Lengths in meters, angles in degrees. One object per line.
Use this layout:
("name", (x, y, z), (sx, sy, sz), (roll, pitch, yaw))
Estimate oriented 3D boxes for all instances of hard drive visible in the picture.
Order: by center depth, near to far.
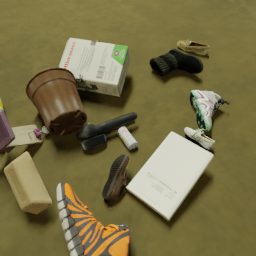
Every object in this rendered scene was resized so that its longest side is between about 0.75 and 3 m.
("hard drive", (1.241, 1.314, 8.217), (1.503, 0.304, 2.279), (31, 69, 27))

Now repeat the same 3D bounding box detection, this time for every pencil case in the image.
("pencil case", (-0.009, 0.324, 9.262), (0.373, 0.342, 0.822), (-17, 53, -32))

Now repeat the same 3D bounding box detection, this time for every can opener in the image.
("can opener", (-0.699, -0.035, 9.424), (2.205, 0.867, 0.699), (-26, 14, -21))

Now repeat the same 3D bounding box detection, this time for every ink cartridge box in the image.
("ink cartridge box", (-1.258, -2.313, 10.611), (2.328, 0.978, 1.699), (12, 72, 9))

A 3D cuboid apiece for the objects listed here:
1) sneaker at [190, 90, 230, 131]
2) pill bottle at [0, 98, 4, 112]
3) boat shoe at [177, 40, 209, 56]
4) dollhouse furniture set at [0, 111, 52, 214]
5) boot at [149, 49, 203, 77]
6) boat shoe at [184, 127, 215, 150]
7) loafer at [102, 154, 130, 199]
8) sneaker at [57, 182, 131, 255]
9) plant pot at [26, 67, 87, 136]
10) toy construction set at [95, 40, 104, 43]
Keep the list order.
("sneaker", (2.997, -0.712, 9.830), (1.263, 0.702, 1.806), (-6, 53, -3))
("pill bottle", (-4.699, -0.686, 9.924), (0.525, 0.525, 0.918), (-21, 54, -15))
("boat shoe", (2.853, -3.603, 12.225), (1.431, 0.449, 0.525), (21, 55, 15))
("dollhouse furniture set", (-3.096, 1.223, 8.666), (2.057, 2.296, 2.898), (-10, 68, -59))
("boot", (1.902, -2.462, 11.162), (1.371, 0.690, 1.834), (-32, 48, -30))
("boat shoe", (2.364, 0.210, 9.152), (0.407, 0.469, 1.101), (-12, 44, -48))
("loafer", (-0.277, 1.443, 8.199), (0.505, 0.520, 1.423), (31, 76, -27))
("sneaker", (-0.858, 2.547, 7.231), (1.547, 1.071, 2.761), (-17, 64, -17))
("plant pot", (-2.286, -0.792, 9.358), (1.757, 1.757, 1.739), (-22, 62, -16))
("toy construction set", (-1.341, -3.157, 11.797), (1.156, 0.964, 0.888), (-32, 37, 3))
